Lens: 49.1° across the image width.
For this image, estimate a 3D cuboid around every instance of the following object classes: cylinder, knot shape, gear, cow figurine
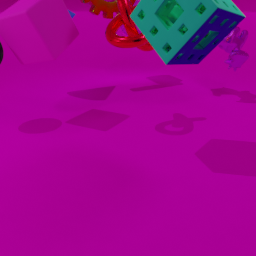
[{"bbox_3d":[0.339,-4.084,10.561,1.091,1.091,1.091,-7,8,-15],"label":"cylinder"},{"bbox_3d":[0.260,-2.303,6.254,1.455,1.555,0.718,10,-22,-30],"label":"knot shape"},{"bbox_3d":[-0.622,-4.566,8.858,2.032,2.032,0.376,-12,28,-25],"label":"gear"},{"bbox_3d":[3.250,-2.500,8.806,0.712,1.276,1.297,7,19,-29],"label":"cow figurine"}]

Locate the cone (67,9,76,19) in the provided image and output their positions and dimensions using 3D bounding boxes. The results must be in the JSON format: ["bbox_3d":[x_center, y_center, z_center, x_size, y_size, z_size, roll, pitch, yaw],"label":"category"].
[{"bbox_3d":[-2.273,-3.538,8.967,1.627,1.627,1.634,18,35,33],"label":"cone"}]

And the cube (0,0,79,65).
[{"bbox_3d":[-2.086,-2.320,6.504,1.168,1.168,1.168,1,46,31],"label":"cube"}]

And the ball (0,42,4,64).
[{"bbox_3d":[-3.387,-1.751,6.376,1.016,1.016,1.016,0,25,0],"label":"ball"}]

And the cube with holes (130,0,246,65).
[{"bbox_3d":[0.925,-1.754,4.409,1.050,1.050,1.050,-15,67,-48],"label":"cube with holes"}]
